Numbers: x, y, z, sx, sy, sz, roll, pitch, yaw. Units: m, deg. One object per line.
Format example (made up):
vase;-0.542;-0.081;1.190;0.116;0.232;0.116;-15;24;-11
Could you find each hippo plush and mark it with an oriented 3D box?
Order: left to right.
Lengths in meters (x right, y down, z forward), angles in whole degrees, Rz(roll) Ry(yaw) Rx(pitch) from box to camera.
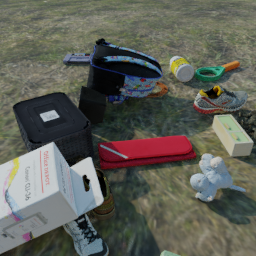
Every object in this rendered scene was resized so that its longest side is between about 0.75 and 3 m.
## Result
hippo plush;2.113;1.423;7.365;1.023;1.272;1.013;-38;8;-15

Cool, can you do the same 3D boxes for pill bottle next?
pill bottle;2.561;-2.939;13.669;0.867;0.867;1.557;-5;34;-8

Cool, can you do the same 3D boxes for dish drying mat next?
dish drying mat;0.565;0.695;8.805;2.955;0.269;1.135;-6;34;-8

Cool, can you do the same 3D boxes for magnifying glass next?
magnifying glass;4.601;-2.934;14.166;2.892;0.324;1.151;-20;39;-29

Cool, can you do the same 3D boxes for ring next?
ring;1.002;-1.816;12.642;1.597;0.153;1.597;0;35;0

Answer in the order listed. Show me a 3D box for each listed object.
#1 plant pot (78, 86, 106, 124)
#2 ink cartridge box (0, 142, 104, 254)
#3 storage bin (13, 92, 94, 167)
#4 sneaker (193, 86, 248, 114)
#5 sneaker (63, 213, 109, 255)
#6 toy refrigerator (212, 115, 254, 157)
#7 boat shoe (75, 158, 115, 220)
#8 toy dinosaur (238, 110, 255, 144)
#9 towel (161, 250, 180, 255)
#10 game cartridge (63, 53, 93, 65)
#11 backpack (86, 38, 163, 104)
plant pot;-1.350;-0.781;10.376;0.985;1.108;1.110;8;33;-11
ink cartridge box;-2.202;1.460;6.280;2.986;1.008;1.739;-24;37;-4
storage bin;-2.379;0.059;8.856;1.786;1.239;2.642;-19;38;-24
sneaker;3.600;-1.133;10.620;2.206;0.906;0.859;-10;42;-16
sneaker;-1.012;2.258;6.153;0.571;0.662;1.510;-27;44;-36
toy refrigerator;3.427;0.188;9.282;0.631;0.581;1.662;-3;35;-5
boat shoe;-0.885;1.353;7.411;0.781;0.738;2.171;-17;37;-23
toy dinosaur;4.383;-0.154;9.716;0.914;0.688;1.788;-4;31;5
towel;0.896;2.968;5.598;0.722;0.111;0.947;14;35;19
game cartridge;-2.642;-3.840;15.530;1.706;0.328;1.106;1;38;1
backpack;-0.140;-2.197;11.577;2.895;1.948;2.643;10;34;-9
